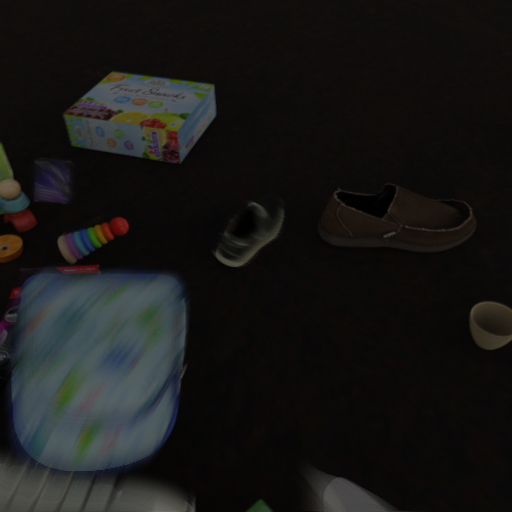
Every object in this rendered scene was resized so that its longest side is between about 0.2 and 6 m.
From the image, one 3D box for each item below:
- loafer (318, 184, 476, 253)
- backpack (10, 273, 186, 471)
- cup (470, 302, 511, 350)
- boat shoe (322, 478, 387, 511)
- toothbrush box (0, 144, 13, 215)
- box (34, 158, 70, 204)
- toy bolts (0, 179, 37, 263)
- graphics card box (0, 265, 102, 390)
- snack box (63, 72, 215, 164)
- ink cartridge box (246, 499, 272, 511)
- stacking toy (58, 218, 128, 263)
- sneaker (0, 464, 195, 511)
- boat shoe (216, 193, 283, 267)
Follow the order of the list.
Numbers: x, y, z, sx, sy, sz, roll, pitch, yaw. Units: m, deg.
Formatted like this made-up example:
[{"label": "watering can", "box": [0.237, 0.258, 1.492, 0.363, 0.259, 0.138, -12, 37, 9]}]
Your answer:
[{"label": "loafer", "box": [2.587, -0.725, 10.080, 2.880, 1.022, 1.052, -3, 41, -3]}, {"label": "backpack", "box": [-1.813, 1.308, 6.496, 2.006, 1.611, 2.192, 2, 78, -14]}, {"label": "cup", "box": [3.501, 1.109, 8.361, 0.700, 0.501, 0.700, 1, 40, -1]}, {"label": "boat shoe", "box": [1.358, 3.264, 5.405, 2.295, 0.650, 0.788, 47, 16, 28]}, {"label": "toothbrush box", "box": [-5.414, -1.987, 10.675, 0.921, 2.139, 1.558, -15, 43, -14]}, {"label": "box", "box": [-3.837, -1.417, 10.546, 0.580, 0.784, 0.409, 3, 16, -11]}, {"label": "toy bolts", "box": [-4.637, -0.710, 10.100, 1.345, 0.976, 1.408, 23, 46, 25]}, {"label": "graphics card box", "box": [-3.107, 1.009, 8.458, 1.314, 0.533, 2.094, -2, 42, -3]}, {"label": "snack box", "box": [-2.632, -3.304, 13.128, 2.763, 0.935, 2.330, 13, 43, 13]}, {"label": "ink cartridge box", "box": [-0.084, 3.269, 5.899, 1.059, 0.447, 0.774, -30, 49, -30]}, {"label": "stacking toy", "box": [-2.816, -0.344, 9.798, 1.194, 0.510, 0.510, -26, 44, -2]}, {"label": "sneaker", "box": [-2.155, 3.153, 5.593, 2.972, 1.115, 1.716, 2, 52, 14]}, {"label": "boat shoe", "box": [-0.008, -0.619, 10.165, 0.729, 0.686, 2.029, 25, 43, 15]}]
